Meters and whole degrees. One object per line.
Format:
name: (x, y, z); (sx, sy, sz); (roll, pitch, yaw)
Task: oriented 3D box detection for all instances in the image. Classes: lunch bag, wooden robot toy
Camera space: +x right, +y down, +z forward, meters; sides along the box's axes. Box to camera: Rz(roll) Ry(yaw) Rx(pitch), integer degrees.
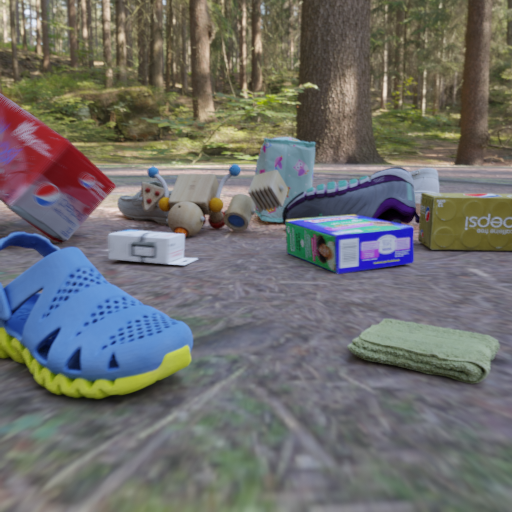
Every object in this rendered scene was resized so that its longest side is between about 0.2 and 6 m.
lunch bag: (0.653, -1.888, 13.719); (1.425, 1.991, 2.337); (4, 11, -4)
wooden robot toy: (-1.123, -0.824, 11.458); (3.435, 1.513, 1.558); (1, 47, 17)

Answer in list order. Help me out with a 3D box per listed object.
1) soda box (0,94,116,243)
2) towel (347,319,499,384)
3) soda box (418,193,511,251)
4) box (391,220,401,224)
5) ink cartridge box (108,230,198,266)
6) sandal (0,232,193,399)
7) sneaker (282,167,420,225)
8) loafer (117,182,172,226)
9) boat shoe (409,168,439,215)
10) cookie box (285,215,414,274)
soda box: (-4.907, -2.077, 11.383); (4.598, 1.610, 1.458); (34, -10, 36)
towel: (1.476, 0.810, 4.948); (1.182, 0.216, 0.877); (6, 12, 30)
soda box: (4.426, -0.612, 10.028); (2.833, 0.959, 0.907); (1, 12, 2)
box: (2.692, -0.839, 12.434); (0.767, 0.458, 0.780); (-10, 17, -39)
ink cartridge box: (-1.613, -0.142, 8.914); (1.256, 0.426, 0.729); (5, 9, 12)
sandal: (-1.581, 0.434, 4.690); (2.492, 1.085, 0.990); (9, 13, 32)
sneaker: (1.854, -0.844, 11.385); (2.816, 1.233, 1.048); (-17, -33, 21)
loafer: (-2.458, -1.321, 13.507); (2.746, 0.958, 0.960); (11, 16, 43)
boat shoe: (3.246, -1.490, 13.179); (1.041, 0.990, 2.890); (11, -5, -13)
cookie box: (1.449, -0.239, 9.017); (1.422, 0.624, 1.662); (-7, 13, -23)
